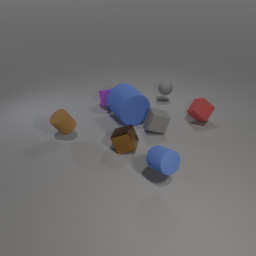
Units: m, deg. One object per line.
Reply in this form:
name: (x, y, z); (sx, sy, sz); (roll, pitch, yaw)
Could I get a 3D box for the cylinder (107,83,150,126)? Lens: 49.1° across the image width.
cylinder: (0.009, -1.007, 11.806); (1.400, 1.400, 1.400); (-13, 32, -22)

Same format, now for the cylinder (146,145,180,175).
cylinder: (0.983, 0.893, 7.866); (0.700, 0.700, 0.700); (-17, 19, -28)

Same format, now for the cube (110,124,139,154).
cube: (-0.107, 0.389, 9.815); (0.700, 0.700, 0.700); (-16, 23, 21)

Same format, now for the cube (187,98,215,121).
cube: (3.008, -0.752, 11.597); (0.700, 0.700, 0.700); (37, -9, -15)

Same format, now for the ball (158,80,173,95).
ball: (1.806, -1.928, 13.457); (0.700, 0.700, 0.700); (0, 29, 0)

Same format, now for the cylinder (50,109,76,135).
cylinder: (-2.362, -0.219, 10.212); (0.700, 0.700, 0.700); (-16, 49, 19)

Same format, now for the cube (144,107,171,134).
cube: (1.127, -0.298, 10.902); (0.700, 0.700, 0.700); (11, 26, -18)

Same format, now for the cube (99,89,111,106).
cube: (-0.817, -1.427, 12.850); (0.700, 0.700, 0.700); (-18, 13, -38)
